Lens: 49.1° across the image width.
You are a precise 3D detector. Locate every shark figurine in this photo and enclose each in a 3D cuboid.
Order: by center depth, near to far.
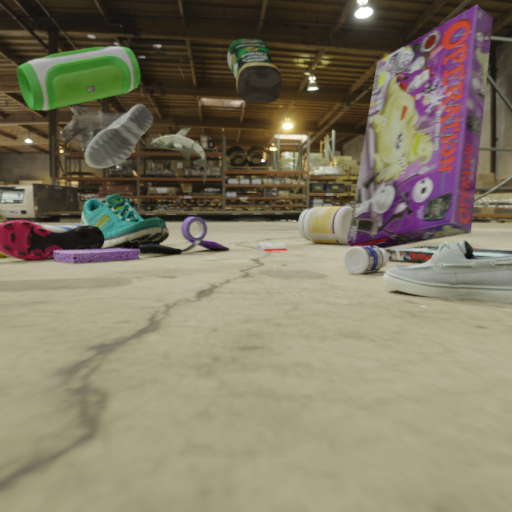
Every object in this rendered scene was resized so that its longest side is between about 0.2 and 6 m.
[{"bbox_3d":[-1.706,-2.616,14.376,1.747,0.729,1.044,32,53,22],"label":"shark figurine"}]

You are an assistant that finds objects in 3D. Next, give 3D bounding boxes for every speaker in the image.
[{"bbox_3d":[-3.129,-3.187,10.009,1.994,0.882,0.882,-23,16,-30],"label":"speaker"}]

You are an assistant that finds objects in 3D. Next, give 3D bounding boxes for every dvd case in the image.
[{"bbox_3d":[3.740,0.005,10.186,1.684,0.254,2.306,-4,5,-43],"label":"dvd case"}]

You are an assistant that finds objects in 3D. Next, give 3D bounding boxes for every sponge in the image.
[{"bbox_3d":[-3.012,-0.013,10.646,1.399,0.209,0.781,-5,7,-44],"label":"sponge"}]

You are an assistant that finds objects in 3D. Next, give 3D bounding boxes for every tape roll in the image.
[{"bbox_3d":[-1.925,-0.823,17.391,0.768,0.768,0.326,-3,5,-36],"label":"tape roll"}]

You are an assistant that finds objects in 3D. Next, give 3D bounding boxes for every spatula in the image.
[{"bbox_3d":[-1.572,-0.187,12.371,0.796,0.289,2.816,4,6,31],"label":"spatula"}]

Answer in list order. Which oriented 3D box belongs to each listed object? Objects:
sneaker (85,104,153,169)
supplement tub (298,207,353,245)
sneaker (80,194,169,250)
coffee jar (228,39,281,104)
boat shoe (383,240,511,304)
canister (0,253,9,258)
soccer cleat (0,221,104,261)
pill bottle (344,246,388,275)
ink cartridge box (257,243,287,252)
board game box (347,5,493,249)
[{"bbox_3d":[-3.310,-2.718,13.347,0.888,0.810,2.166,-17,28,47],"label":"sneaker"},{"bbox_3d":[2.045,-0.863,15.878,1.478,1.074,1.074,5,6,43],"label":"supplement tub"},{"bbox_3d":[-3.374,-0.812,13.542,1.320,1.357,3.407,-5,7,-44],"label":"sneaker"},{"bbox_3d":[-0.036,-3.806,11.543,0.908,0.743,1.741,-3,43,-11],"label":"coffee jar"},{"bbox_3d":[2.250,0.135,6.064,1.759,0.626,0.613,3,5,33],"label":"boat shoe"},{"bbox_3d":[-5.818,-0.294,11.401,1.546,0.669,1.148,-2,5,-12],"label":"canister"},{"bbox_3d":[-4.120,-0.236,11.042,2.200,0.768,0.950,0,-10,-37],"label":"soccer cleat"},{"bbox_3d":[1.685,0.056,8.459,0.419,0.419,0.701,4,5,43],"label":"pill bottle"},{"bbox_3d":[0.416,-0.202,13.329,0.611,0.190,0.759,-2,3,-19],"label":"ink cartridge box"},{"bbox_3d":[3.464,-2.585,12.020,0.779,4.825,2.896,22,-19,-33],"label":"board game box"}]
